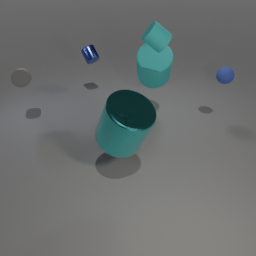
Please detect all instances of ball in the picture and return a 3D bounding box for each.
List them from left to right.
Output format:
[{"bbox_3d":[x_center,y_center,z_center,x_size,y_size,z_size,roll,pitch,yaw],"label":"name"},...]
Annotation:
[{"bbox_3d":[3.957,-2.138,11.402,0.700,0.700,0.700,0,31,0],"label":"ball"}]

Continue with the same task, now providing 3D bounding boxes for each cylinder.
[{"bbox_3d":[-4.204,-1.988,11.065,0.700,0.700,0.700,-7,18,-11],"label":"cylinder"},{"bbox_3d":[-1.866,-3.642,13.906,0.700,0.700,0.700,-27,-3,-1],"label":"cylinder"},{"bbox_3d":[-0.097,-0.104,7.802,1.400,1.400,1.400,10,52,-14],"label":"cylinder"},{"bbox_3d":[1.057,-2.522,11.322,1.400,1.400,1.400,-1,72,3],"label":"cylinder"},{"bbox_3d":[0.906,-2.865,8.826,0.700,0.700,0.700,33,26,-19],"label":"cylinder"}]
